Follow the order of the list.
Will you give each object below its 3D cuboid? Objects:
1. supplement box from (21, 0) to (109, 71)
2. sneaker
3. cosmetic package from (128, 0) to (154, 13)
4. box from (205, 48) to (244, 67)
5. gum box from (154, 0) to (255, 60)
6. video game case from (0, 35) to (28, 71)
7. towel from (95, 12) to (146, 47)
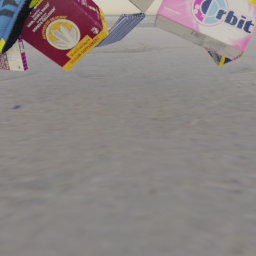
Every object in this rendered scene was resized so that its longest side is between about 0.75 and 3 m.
[{"bbox_3d":[-2.153,-3.246,7.768,2.792,1.827,1.441,32,33,-41],"label":"supplement box"},{"bbox_3d":[-2.248,-2.348,5.203,2.216,0.869,0.731,-34,19,40],"label":"sneaker"},{"bbox_3d":[0.357,-4.664,9.063,1.225,1.034,2.293,35,24,-16],"label":"cosmetic package"},{"bbox_3d":[2.623,-3.383,8.975,0.895,0.975,2.783,-24,65,-3],"label":"box"},{"bbox_3d":[1.488,-2.060,5.087,1.757,0.997,0.581,24,-1,1],"label":"gum box"},{"bbox_3d":[-2.883,-1.909,6.535,0.997,1.100,0.197,7,28,19],"label":"video game case"},{"bbox_3d":[-0.251,-3.312,9.343,1.463,0.241,2.020,-36,5,31],"label":"towel"}]
